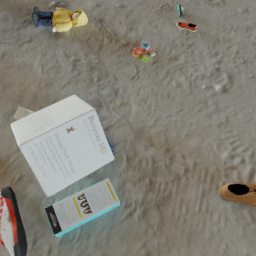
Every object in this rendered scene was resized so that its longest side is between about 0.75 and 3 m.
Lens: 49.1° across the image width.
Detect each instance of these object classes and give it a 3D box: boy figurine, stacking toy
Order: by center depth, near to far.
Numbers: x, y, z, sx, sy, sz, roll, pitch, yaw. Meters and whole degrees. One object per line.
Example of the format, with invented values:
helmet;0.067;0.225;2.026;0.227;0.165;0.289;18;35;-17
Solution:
stacking toy;0.760;-3.456;12.587;0.898;0.379;0.813;-41;70;-18
boy figurine;-3.181;-5.115;13.208;2.492;0.803;1.549;4;61;5

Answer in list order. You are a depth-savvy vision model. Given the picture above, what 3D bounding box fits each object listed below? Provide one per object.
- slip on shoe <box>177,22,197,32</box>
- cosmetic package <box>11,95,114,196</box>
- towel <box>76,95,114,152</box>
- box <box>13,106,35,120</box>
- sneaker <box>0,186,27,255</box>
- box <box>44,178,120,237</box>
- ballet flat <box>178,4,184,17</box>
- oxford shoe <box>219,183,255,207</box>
slip on shoe;2.820;-4.888;13.351;1.011;0.309;0.374;20;67;12
cosmetic package;-1.760;0.370;7.507;1.976;1.653;1.643;-29;30;-17
towel;-1.862;0.148;10.596;1.608;0.699;2.879;-29;66;-14
box;-3.348;-0.380;9.378;0.370;0.953;0.452;25;86;11
sneaker;-4.156;3.226;8.974;1.342;0.836;2.504;-22;62;-9
box;-1.495;2.648;9.392;2.322;0.571;0.956;-24;66;-12
ballet flat;2.614;-5.815;13.873;0.257;0.255;0.751;2;73;-9
oxford shoe;4.257;2.234;9.526;2.098;0.748;0.748;2;62;-1
